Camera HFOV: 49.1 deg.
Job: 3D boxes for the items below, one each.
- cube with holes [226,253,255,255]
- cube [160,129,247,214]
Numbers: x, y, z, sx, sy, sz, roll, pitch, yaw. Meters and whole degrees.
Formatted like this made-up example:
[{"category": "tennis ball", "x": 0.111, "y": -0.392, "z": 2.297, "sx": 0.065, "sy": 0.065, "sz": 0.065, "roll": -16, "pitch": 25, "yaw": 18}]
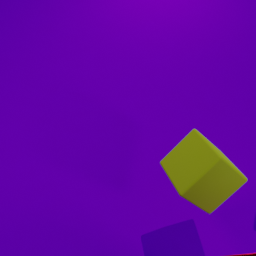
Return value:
[{"category": "cube with holes", "x": 1.383, "y": 2.102, "z": 3.131, "sx": 0.939, "sy": 0.939, "sz": 0.939, "roll": -12, "pitch": 36, "yaw": 14}, {"category": "cube", "x": 1.179, "y": 0.686, "z": 4.473, "sx": 0.824, "sy": 0.824, "sz": 0.824, "roll": -47, "pitch": 32, "yaw": 12}]
